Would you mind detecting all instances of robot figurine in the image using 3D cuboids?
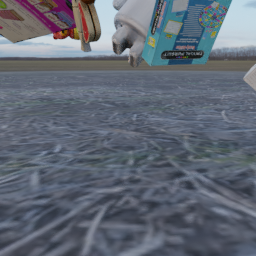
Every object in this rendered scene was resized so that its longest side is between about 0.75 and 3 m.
[{"bbox_3d":[0.712,-2.898,7.182,2.321,2.737,1.545,40,-5,0],"label":"robot figurine"}]

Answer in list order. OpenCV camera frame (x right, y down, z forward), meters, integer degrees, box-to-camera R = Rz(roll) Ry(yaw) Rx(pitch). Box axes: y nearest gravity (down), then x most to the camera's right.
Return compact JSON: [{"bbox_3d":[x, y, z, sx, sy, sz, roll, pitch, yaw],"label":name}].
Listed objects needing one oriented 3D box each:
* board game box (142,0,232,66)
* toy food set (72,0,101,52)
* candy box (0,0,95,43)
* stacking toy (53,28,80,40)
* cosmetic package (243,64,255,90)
[{"bbox_3d":[1.152,-2.100,5.248,1.402,1.857,0.436,-8,45,-26],"label":"board game box"},{"bbox_3d":[-0.718,-2.014,3.682,0.316,2.009,1.277,-15,19,-19],"label":"toy food set"},{"bbox_3d":[-2.370,-2.915,6.239,2.739,0.835,1.868,0,-17,32],"label":"candy box"},{"bbox_3d":[-2.215,-4.170,9.584,0.991,2.345,2.123,-13,20,-16],"label":"stacking toy"},{"bbox_3d":[2.661,-1.098,4.777,0.629,1.238,0.458,41,60,6],"label":"cosmetic package"}]
